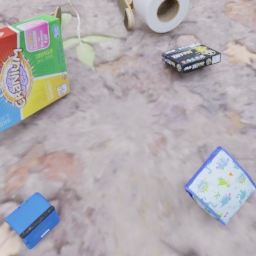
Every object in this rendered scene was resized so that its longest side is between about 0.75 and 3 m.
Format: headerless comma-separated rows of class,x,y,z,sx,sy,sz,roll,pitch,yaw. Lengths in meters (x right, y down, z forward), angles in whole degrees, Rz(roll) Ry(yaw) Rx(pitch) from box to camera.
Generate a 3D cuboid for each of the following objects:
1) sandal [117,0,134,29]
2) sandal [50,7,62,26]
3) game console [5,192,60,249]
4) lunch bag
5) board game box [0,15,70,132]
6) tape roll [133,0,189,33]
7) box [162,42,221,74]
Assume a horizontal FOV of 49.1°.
sandal,0.101,-4.584,10.400,0.733,0.817,2.228,-7,66,-14
sandal,-2.753,-3.632,9.869,0.597,0.665,1.814,-1,60,-1
game console,-1.980,1.939,5.894,0.508,0.733,0.859,20,45,33
lunch bag,1.861,1.173,5.879,1.149,1.351,0.861,-49,34,-7
board game box,-2.776,-1.301,6.905,0.577,2.188,2.860,24,44,28
tape roll,1.117,-4.258,9.558,1.622,1.622,1.114,-18,53,-12
box,1.966,-2.198,8.753,1.441,0.354,1.162,-20,37,-17
